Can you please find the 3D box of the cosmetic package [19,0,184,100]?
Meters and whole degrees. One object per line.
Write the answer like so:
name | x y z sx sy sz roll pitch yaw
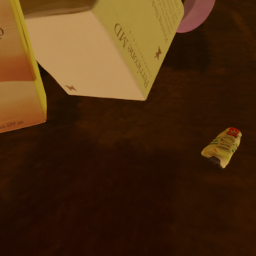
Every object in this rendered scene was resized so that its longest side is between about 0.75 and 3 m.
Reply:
cosmetic package | -0.469 -2.275 5.708 2.182 2.195 2.623 9 63 32

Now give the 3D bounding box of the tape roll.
tape roll | 1.316 -3.544 7.402 0.794 1.868 1.868 -7 31 -44

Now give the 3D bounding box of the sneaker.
sneaker | 1.419 0.230 4.151 0.389 0.516 1.104 32 18 20

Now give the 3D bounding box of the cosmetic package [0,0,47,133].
cosmetic package | -1.340 -0.797 2.542 0.833 1.612 0.703 -14 32 -9
